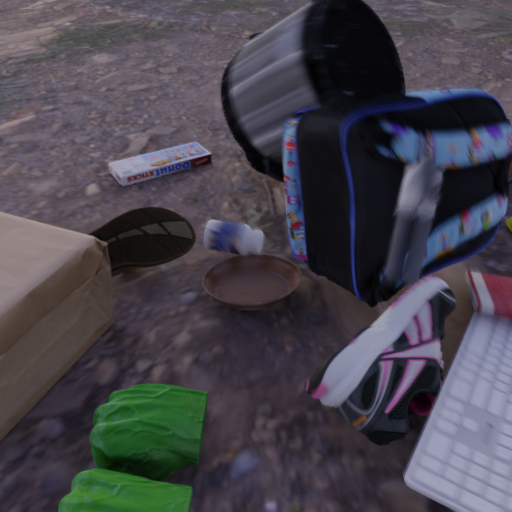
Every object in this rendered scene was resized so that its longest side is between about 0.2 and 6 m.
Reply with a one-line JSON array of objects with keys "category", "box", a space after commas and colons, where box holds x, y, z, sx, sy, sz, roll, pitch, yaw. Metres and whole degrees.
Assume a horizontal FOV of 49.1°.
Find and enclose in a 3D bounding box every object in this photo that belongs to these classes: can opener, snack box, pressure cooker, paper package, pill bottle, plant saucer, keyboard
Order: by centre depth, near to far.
[{"category": "can opener", "box": [1.617, -0.392, 5.781, 0.358, 0.449, 1.342, 10, 73, 23]}, {"category": "keyboard", "box": [3.002, 1.541, 6.760, 1.254, 0.238, 4.455, 27, 33, 19]}, {"category": "paper package", "box": [-4.075, 0.772, 7.328, 3.216, 1.664, 3.065, 15, 38, 18]}, {"category": "plant saucer", "box": [-0.058, 0.446, 8.843, 1.566, 0.286, 1.566, -4, 27, 2]}, {"category": "pill bottle", "box": [-0.376, -0.298, 9.479, 0.928, 0.515, 0.515, 9, 36, 11]}, {"category": "pressure cooker", "box": [0.935, -3.362, 11.524, 3.361, 3.002, 2.956, -14, 24, 47]}, {"category": "snack box", "box": [-2.131, -2.089, 12.585, 2.185, 0.266, 0.785, -20, 40, -26]}]

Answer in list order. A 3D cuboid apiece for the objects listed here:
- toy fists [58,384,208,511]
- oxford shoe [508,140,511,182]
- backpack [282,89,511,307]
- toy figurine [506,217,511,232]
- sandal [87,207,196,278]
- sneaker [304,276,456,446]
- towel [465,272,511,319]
[{"category": "toy fists", "box": [-1.258, 2.320, 5.901, 1.240, 0.837, 2.433, 8, 34, -1]}, {"category": "oxford shoe", "box": [5.056, -1.968, 11.879, 2.606, 0.929, 0.930, -18, 40, -20]}, {"category": "backpack", "box": [2.263, -1.126, 8.581, 3.200, 2.921, 2.153, -18, 23, -24]}, {"category": "toy figurine", "box": [5.072, -0.520, 9.579, 1.040, 1.181, 1.971, 5, 36, 7]}, {"category": "sandal", "box": [-2.279, -0.020, 9.296, 2.581, 0.705, 1.055, -26, 79, -12]}, {"category": "sneaker", "box": [1.880, 1.380, 7.192, 3.018, 1.212, 1.303, -29, 72, -42]}, {"category": "towel", "box": [4.214, 0.717, 8.182, 2.129, 0.242, 1.534, 10, 18, 12]}]
